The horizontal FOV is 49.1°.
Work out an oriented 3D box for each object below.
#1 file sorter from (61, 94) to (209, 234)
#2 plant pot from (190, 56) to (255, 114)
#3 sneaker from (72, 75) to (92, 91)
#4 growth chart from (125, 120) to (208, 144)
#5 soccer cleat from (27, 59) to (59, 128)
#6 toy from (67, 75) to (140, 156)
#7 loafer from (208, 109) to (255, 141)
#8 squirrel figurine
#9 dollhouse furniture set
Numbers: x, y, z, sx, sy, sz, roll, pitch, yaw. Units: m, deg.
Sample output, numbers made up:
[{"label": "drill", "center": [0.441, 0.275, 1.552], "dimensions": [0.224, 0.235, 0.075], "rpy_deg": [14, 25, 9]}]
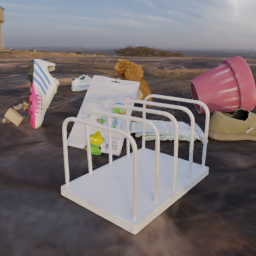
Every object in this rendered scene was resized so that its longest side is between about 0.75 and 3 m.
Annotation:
[{"label": "file sorter", "center": [0.236, 0.396, 5.528], "dimensions": [1.823, 1.636, 2.628], "rpy_deg": [14, 23, 38]}, {"label": "plant pot", "center": [3.578, -1.476, 10.957], "dimensions": [1.966, 2.196, 2.196], "rpy_deg": [-15, 17, 4]}, {"label": "sneaker", "center": [-2.443, -2.758, 16.719], "dimensions": [0.848, 0.822, 2.322], "rpy_deg": [10, 20, 28]}, {"label": "growth chart", "center": [1.094, 0.072, 8.831], "dimensions": [2.636, 0.234, 1.907], "rpy_deg": [3, 19, 9]}, {"label": "soccer cleat", "center": [-2.872, -1.216, 9.596], "dimensions": [1.079, 2.500, 0.873], "rpy_deg": [1, -16, -25]}, {"label": "toy", "center": [-0.613, -0.332, 7.798], "dimensions": [1.419, 0.582, 2.465], "rpy_deg": [11, 55, 8]}, {"label": "loafer", "center": [3.618, -0.106, 8.313], "dimensions": [2.588, 0.873, 0.984], "rpy_deg": [-3, 18, -8]}, {"label": "squirrel figurine", "center": [0.152, -2.067, 12.484], "dimensions": [1.481, 2.092, 1.953], "rpy_deg": [-7, 28, -4]}, {"label": "dollhouse furniture set", "center": [-3.926, -0.443, 10.122], "dimensions": [0.563, 0.659, 1.272], "rpy_deg": [39, 16, -8]}]
